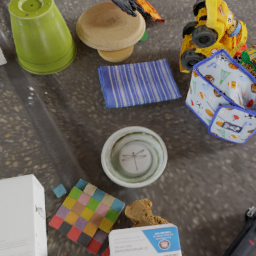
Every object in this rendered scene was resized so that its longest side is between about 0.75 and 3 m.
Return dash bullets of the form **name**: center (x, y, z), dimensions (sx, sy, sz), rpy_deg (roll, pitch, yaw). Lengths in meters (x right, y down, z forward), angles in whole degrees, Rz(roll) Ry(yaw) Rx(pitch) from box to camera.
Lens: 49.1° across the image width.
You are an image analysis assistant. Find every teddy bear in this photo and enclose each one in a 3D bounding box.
- **teddy bear**: center (0.545, 2.805, 7.499), dimensions (1.275, 0.587, 1.758), rpy_deg (-42, 76, -13)

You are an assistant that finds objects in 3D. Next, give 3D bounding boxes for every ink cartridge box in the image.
- **ink cartridge box**: center (0.472, 3.498, 6.502), dimensions (1.617, 0.942, 2.236), rpy_deg (-7, 76, -2)

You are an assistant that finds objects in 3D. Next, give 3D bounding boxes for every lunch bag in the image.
- **lunch bag**: center (2.999, -0.770, 8.599), dimensions (1.493, 2.049, 2.410), rpy_deg (-34, 67, -12)

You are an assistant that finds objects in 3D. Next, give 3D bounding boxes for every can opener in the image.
- **can opener**: center (3.095, 2.931, 7.216), dimensions (2.529, 0.802, 0.994), rpy_deg (-39, 68, -20)

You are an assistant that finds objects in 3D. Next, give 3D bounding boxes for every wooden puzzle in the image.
- **wooden puzzle**: center (-1.113, 2.430, 7.851), dimensions (2.610, 0.183, 1.548), rpy_deg (26, 64, 14)

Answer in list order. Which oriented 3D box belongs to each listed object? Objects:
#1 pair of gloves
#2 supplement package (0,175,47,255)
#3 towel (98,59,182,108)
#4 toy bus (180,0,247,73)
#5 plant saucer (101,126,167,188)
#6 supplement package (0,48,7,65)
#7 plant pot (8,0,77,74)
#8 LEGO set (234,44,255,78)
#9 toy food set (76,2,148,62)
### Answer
- **pair of gloves**: center (0.267, -5.038, 11.476), dimensions (2.297, 0.284, 2.046), rpy_deg (-10, 53, -41)
- **supplement package**: center (-2.864, 2.478, 7.216), dimensions (1.247, 1.243, 2.126), rpy_deg (-10, 61, -6)
- **towel**: center (0.366, -1.645, 9.984), dimensions (2.667, 0.318, 1.931), rpy_deg (-9, 57, -7)
- **toy bus**: center (3.205, -3.029, 9.695), dimensions (2.473, 2.576, 1.748), rpy_deg (12, 62, -2)
- **plant saucer**: center (0.198, 0.903, 8.488), dimensions (1.967, 0.494, 1.967), rpy_deg (-3, 60, 6)
- **supplement package**: center (-5.080, -2.867, 10.654), dimensions (0.544, 0.551, 0.909), rpy_deg (-24, 64, -16)
- **plant pot**: center (-3.187, -3.533, 10.088), dimensions (2.296, 2.211, 2.296), rpy_deg (0, 60, 1)
- **LEGO set**: center (4.759, -1.725, 9.275), dimensions (1.411, 1.873, 2.436), rpy_deg (-26, 63, -6)
- **toy food set**: center (-0.623, -4.031, 11.239), dimensions (2.846, 0.692, 2.817), rpy_deg (32, 65, 18)
